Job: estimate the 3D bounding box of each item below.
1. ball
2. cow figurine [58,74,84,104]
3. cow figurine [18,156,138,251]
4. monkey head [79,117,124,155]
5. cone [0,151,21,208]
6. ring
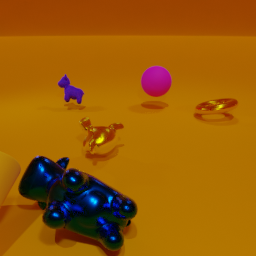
[{"bbox_3d":[0.956,-1.570,9.482,1.034,1.034,1.034,0,20,0],"label":"ball"},{"bbox_3d":[-1.930,-1.324,9.538,0.931,0.916,0.511,9,-5,-5],"label":"cow figurine"},{"bbox_3d":[-0.729,0.979,3.962,1.654,0.908,1.627,27,-11,-6],"label":"cow figurine"},{"bbox_3d":[-0.640,0.136,6.023,0.722,0.861,1.197,-14,16,40],"label":"monkey head"},{"bbox_3d":[-2.005,1.213,3.007,1.595,1.595,1.601,-5,63,-12],"label":"cone"},{"bbox_3d":[2.747,-0.676,8.739,1.324,0.265,1.324,-12,11,2],"label":"ring"}]
